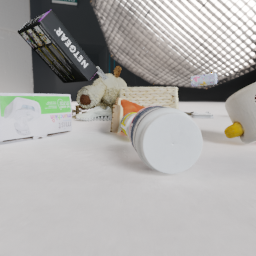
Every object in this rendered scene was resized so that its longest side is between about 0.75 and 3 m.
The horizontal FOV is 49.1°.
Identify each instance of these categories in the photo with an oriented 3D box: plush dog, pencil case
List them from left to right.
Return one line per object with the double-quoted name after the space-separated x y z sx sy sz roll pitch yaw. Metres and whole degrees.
-0.876 -1.279 11.872 2.541 2.039 2.182 15 -27 -13 "plush dog"
2.703 -1.727 9.971 0.928 0.421 0.386 -4 -30 28 "pencil case"

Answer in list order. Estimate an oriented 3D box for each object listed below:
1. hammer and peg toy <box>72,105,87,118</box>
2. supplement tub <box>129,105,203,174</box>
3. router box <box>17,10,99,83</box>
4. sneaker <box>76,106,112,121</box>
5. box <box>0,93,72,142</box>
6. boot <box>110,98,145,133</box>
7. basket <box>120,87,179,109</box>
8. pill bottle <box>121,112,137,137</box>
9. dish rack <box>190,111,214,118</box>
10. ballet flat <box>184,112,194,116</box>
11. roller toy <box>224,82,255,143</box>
-2.658 -0.752 12.538 1.589 0.560 1.169 3 8 27 "hammer and peg toy"
0.477 0.122 3.920 0.844 0.844 1.203 -1 7 -6 "supplement tub"
-2.322 -2.559 9.346 1.775 0.608 2.379 7 -35 48 "router box"
-1.327 -0.559 10.932 1.434 0.581 0.539 -4 9 -18 "sneaker"
-2.807 -0.303 6.813 1.924 1.054 2.180 2 6 31 "box"
0.180 -0.300 7.960 1.289 0.902 2.405 5 13 -3 "boot"
0.776 -0.787 9.773 2.085 1.286 1.413 2 8 12 "basket"
0.201 -0.026 6.243 0.609 0.609 1.065 -1 7 -10 "pill bottle"
3.332 -0.594 12.618 0.986 0.250 1.149 2 8 9 "dish rack"
2.956 -0.731 13.735 1.044 0.242 0.352 -2 7 -13 "ballet flat"
2.797 -0.331 5.565 1.587 1.109 1.448 -13 -14 -33 "roller toy"
